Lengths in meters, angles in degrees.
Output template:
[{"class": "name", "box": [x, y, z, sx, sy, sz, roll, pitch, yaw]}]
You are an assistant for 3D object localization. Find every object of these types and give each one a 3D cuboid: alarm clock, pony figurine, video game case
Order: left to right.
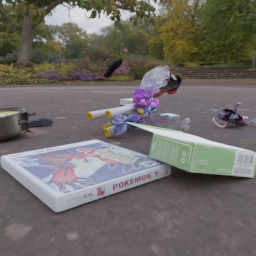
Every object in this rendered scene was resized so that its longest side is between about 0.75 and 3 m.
[{"class": "alarm clock", "box": [-4.471, -0.097, 9.120, 2.690, 0.896, 1.815, -3, 14, -8]}, {"class": "video game case", "box": [-0.984, 0.793, 6.038, 2.594, 0.327, 2.847, -9, 14, -39]}, {"class": "pony figurine", "box": [0.399, -0.671, 9.782, 2.903, 2.417, 2.802, -23, 12, -30]}]

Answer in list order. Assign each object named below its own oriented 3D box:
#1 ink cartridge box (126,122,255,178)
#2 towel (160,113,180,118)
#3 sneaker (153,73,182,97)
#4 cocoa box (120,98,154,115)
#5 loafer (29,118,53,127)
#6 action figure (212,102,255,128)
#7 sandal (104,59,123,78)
[{"class": "ink cartridge box", "box": [1.248, 0.430, 6.291, 1.840, 0.606, 2.529, 9, 3, -31]}, {"class": "towel", "box": [1.957, -0.552, 13.448, 0.809, 0.195, 0.693, -8, 16, -35]}, {"class": "sneaker", "box": [1.446, -1.747, 11.084, 1.920, 0.938, 0.679, -15, 63, -42]}, {"class": "cocoa box", "box": [0.429, -0.922, 13.359, 1.423, 0.934, 0.949, -10, 15, -42]}, {"class": "loafer", "box": [-3.546, -0.222, 11.336, 0.997, 0.358, 0.314, -7, 9, -19]}, {"class": "action figure", "box": [4.394, -0.317, 11.358, 1.581, 1.178, 1.059, 9, 41, -50]}, {"class": "sandal", "box": [-0.720, -2.748, 12.636, 1.173, 0.281, 0.441, -41, -23, 28]}]
